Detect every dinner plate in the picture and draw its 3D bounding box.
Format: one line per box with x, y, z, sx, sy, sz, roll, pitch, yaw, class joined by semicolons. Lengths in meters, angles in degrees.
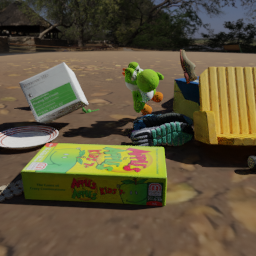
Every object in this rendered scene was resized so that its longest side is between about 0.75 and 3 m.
-3.244;0.318;8.948;2.000;0.242;2.000;1;20;0;dinner plate

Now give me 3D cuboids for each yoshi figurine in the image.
0.660;-1.339;9.932;1.387;1.393;2.478;-13;-27;13;yoshi figurine

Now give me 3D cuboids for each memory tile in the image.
-2.590;1.381;6.166;0.751;0.063;0.576;-17;25;-38;memory tile

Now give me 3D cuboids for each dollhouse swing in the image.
3.555;-0.799;8.386;2.796;2.458;2.541;1;2;1;dollhouse swing

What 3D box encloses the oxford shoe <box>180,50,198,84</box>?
2.013;-2.080;9.328;0.443;1.185;0.418;-15;-9;11;oxford shoe

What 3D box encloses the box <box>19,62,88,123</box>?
-2.515;-1.172;9.838;1.683;1.449;1.691;-25;0;-1;box

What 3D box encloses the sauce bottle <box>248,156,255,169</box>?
3.818;0.838;7.085;1.535;0.497;0.497;-3;19;-5;sauce bottle

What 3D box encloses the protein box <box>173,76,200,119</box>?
3.394;-1.273;11.617;2.166;1.461;2.150;-12;23;-31;protein box

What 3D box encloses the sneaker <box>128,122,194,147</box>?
1.016;0.147;8.740;2.015;0.750;0.882;-5;15;-14;sneaker

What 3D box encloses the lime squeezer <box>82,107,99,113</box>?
-1.752;-0.831;12.112;1.108;0.391;0.209;23;-18;-40;lime squeezer

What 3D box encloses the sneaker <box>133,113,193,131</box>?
1.190;-0.237;9.755;2.051;0.751;0.840;0;19;0;sneaker

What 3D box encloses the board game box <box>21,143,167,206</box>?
-0.644;0.975;6.338;2.937;0.699;1.492;2;19;4;board game box
